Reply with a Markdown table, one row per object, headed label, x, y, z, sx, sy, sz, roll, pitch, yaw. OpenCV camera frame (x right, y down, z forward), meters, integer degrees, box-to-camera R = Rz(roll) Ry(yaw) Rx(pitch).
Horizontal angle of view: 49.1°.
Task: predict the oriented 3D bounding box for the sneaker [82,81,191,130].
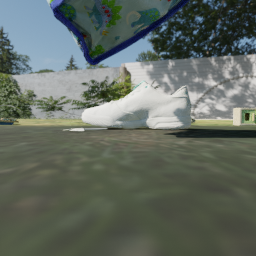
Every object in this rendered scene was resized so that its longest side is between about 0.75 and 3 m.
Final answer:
| label | x | y | z | sx | sy | sz | roll | pitch | yaw |
| --- | --- | --- | --- | --- | --- | --- | --- | --- | --- |
| sneaker | 0.189 | -0.599 | 7.248 | 2.830 | 1.252 | 1.065 | 0 | 4 | 11 |

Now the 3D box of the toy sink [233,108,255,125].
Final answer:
| label | x | y | z | sx | sy | sz | roll | pitch | yaw |
| --- | --- | --- | --- | --- | --- | --- | --- | --- | --- |
| toy sink | 4.536 | -0.421 | 10.479 | 1.004 | 0.655 | 0.563 | 1 | 2 | -7 |

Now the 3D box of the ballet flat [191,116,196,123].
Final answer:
| label | x | y | z | sx | sy | sz | roll | pitch | yaw |
| --- | --- | --- | --- | --- | --- | --- | --- | --- | --- |
| ballet flat | 2.837 | -0.411 | 13.674 | 1.300 | 0.466 | 0.466 | -2 | 3 | -38 |

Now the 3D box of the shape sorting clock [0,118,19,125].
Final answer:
| label | x | y | z | sx | sy | sz | roll | pitch | yaw |
| --- | --- | --- | --- | --- | --- | --- | --- | --- | --- |
| shape sorting clock | -5.649 | -0.350 | 11.517 | 2.171 | 0.426 | 2.171 | 0 | 3 | 0 |

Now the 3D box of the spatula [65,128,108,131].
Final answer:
| label | x | y | z | sx | sy | sz | roll | pitch | yaw |
| --- | --- | --- | --- | --- | --- | --- | --- | --- | --- |
| spatula | -0.930 | 0.047 | 6.188 | 0.875 | 0.070 | 0.609 | 0 | -3 | -29 |

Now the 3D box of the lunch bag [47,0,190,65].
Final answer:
| label | x | y | z | sx | sy | sz | roll | pitch | yaw |
| --- | --- | --- | --- | --- | --- | --- | --- | --- | --- |
| lunch bag | -0.112 | -2.866 | 4.639 | 2.799 | 2.380 | 1.784 | -28 | -28 | 4 |
